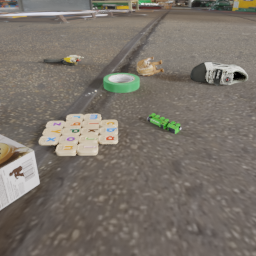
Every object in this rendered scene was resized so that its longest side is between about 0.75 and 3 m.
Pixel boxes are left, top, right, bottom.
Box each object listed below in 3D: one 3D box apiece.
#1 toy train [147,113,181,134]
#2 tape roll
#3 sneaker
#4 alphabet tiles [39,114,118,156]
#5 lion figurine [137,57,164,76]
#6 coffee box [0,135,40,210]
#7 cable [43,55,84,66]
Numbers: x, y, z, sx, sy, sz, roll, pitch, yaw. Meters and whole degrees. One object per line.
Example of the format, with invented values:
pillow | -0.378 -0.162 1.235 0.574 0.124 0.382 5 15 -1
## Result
toy train | 1.236 -0.163 9.817 0.392 0.290 1.389 -34 42 -31
tape roll | -0.307 -2.173 13.344 1.717 0.413 1.717 0 28 0
sneaker | 4.426 -2.573 13.431 2.750 1.019 1.217 -4 27 -7
alphabet tiles | -1.568 0.159 9.300 2.472 0.184 2.528 -2 29 -2
lion figurine | 0.990 -3.320 15.207 1.486 0.879 2.426 -14 17 -9
coffee box | -3.606 1.298 6.252 1.537 1.085 2.719 19 34 30
cable | -3.817 -4.157 16.743 2.529 0.636 1.228 13 27 22
